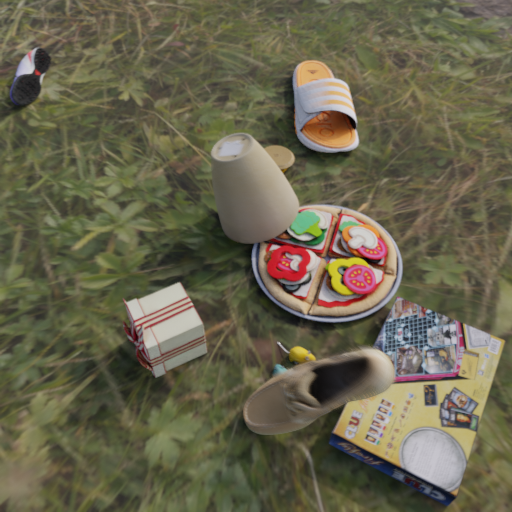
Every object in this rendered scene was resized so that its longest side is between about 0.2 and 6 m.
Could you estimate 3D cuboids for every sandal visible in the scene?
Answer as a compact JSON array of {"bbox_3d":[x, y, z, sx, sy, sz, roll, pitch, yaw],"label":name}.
[{"bbox_3d":[1.448,-3.731,12.854,1.328,0.994,3.467,-6,52,-5],"label":"sandal"}]

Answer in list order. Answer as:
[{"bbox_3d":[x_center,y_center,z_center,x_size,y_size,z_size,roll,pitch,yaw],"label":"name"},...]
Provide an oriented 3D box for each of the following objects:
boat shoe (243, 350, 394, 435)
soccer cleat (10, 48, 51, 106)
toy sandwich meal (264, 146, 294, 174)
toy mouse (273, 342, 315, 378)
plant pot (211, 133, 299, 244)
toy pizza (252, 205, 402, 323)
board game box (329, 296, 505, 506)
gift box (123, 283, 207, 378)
[{"bbox_3d":[0.716,1.865,7.847,2.363,0.762,0.842,-29,64,20],"label":"boat shoe"},{"bbox_3d":[-5.611,-4.310,13.690,0.675,0.630,1.846,-11,54,29],"label":"soccer cleat"},{"bbox_3d":[0.407,-2.015,11.951,0.859,0.294,0.859,2,48,-2],"label":"toy sandwich meal"},{"bbox_3d":[0.649,1.874,8.779,1.102,0.213,0.979,16,54,19],"label":"toy mouse"},{"bbox_3d":[-0.177,-1.341,10.248,1.558,1.664,1.558,-12,47,13],"label":"plant pot"},{"bbox_3d":[1.291,-0.017,10.202,2.746,0.435,2.746,0,51,0],"label":"toy pizza"},{"bbox_3d":[2.491,2.048,8.508,1.823,0.466,2.692,24,55,18],"label":"board game box"},{"bbox_3d":[-1.496,1.114,8.860,1.080,1.156,1.067,-24,50,-16],"label":"gift box"}]
